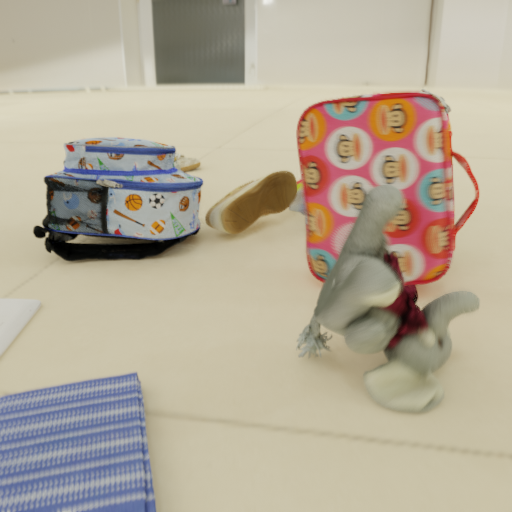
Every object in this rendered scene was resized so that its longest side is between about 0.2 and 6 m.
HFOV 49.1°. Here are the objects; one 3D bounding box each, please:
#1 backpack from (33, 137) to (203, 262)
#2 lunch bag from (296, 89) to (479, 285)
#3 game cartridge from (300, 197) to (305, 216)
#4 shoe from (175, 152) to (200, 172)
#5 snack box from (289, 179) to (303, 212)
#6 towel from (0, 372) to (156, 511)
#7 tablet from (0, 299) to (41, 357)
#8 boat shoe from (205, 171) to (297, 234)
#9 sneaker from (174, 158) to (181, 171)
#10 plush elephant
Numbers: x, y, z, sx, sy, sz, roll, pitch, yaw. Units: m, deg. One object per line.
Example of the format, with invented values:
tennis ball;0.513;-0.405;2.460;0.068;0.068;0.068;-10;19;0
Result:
backpack;-2.420;-1.206;10.966;2.776;2.245;2.915;12;19;2
lunch bag;2.088;-1.048;8.868;2.678;3.041;1.246;0;12;18
game cartridge;1.291;-1.382;11.634;0.757;0.224;1.168;-34;25;32
shoe;-2.854;-2.915;17.197;2.284;0.610;0.799;-3;22;-8
snack box;2.234;-1.477;13.196;2.459;0.651;1.749;14;35;32
towel;-1.889;1.960;5.397;1.718;0.283;2.373;-7;21;-12
tablet;-3.991;1.093;7.666;1.395;0.146;2.144;0;21;0
boat shoe;-0.100;-1.217;12.116;0.875;0.932;2.528;4;25;42
sneaker;-3.289;-2.185;14.533;2.939;1.207;1.144;3;21;9
plush elephant;1.685;0.719;6.623;1.791;2.313;1.905;22;36;-2
